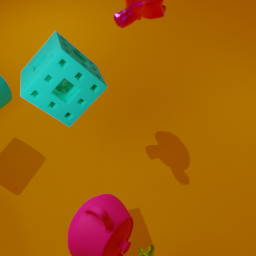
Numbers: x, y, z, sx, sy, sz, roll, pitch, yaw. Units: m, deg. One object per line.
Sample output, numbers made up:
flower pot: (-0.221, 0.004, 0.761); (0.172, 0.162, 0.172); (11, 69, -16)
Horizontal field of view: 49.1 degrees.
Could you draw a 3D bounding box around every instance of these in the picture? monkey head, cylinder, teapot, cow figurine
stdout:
monkey head: (0.189, -2.854, 6.020); (1.325, 1.110, 1.841); (-28, 55, 4)
cylinder: (-3.824, -0.806, 6.996); (1.251, 1.251, 1.251); (27, 54, 16)
teapot: (-0.312, 1.518, 3.990); (0.791, 1.616, 1.005); (24, 54, 28)
cow figurine: (0.655, 2.641, 4.978); (1.206, 1.226, 0.673); (33, 82, 28)

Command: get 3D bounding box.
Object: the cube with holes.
cube with holes: (-1.117, -0.839, 4.789); (0.971, 0.971, 0.971); (-44, 36, 13)
